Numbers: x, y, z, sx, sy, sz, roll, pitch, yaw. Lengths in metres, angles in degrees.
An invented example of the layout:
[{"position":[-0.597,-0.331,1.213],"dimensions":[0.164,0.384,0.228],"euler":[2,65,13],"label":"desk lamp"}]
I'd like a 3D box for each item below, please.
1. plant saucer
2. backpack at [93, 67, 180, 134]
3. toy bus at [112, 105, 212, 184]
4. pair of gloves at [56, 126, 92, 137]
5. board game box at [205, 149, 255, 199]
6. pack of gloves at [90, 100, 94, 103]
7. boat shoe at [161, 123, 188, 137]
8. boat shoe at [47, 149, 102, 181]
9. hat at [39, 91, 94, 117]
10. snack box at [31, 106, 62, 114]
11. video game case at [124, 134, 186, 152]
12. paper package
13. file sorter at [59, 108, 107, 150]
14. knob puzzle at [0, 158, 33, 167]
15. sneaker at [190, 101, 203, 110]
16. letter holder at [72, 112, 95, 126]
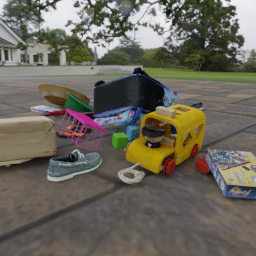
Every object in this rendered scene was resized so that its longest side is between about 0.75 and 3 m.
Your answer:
[{"position":[-3.375,-1.542,14.702],"dimensions":[2.743,0.486,2.743],"euler":[12,-12,3],"label":"plant saucer"},{"position":[0.394,-0.689,9.551],"dimensions":[2.406,1.773,2.635],"euler":[-8,-16,44],"label":"backpack"},{"position":[0.919,0.150,7.042],"dimensions":[2.458,1.346,2.605],"euler":[2,20,-9],"label":"toy bus"},{"position":[-1.950,0.149,10.215],"dimensions":[1.121,0.156,1.259],"euler":[6,14,16],"label":"pair of gloves"},{"position":[2.409,0.946,6.062],"dimensions":[1.105,0.282,1.631],"euler":[5,21,0],"label":"board game box"},{"position":[-2.976,-1.570,16.278],"dimensions":[1.904,0.376,1.600],"euler":[-8,6,-33],"label":"pack of gloves"},{"position":[1.776,-0.144,10.268],"dimensions":[0.724,0.722,2.000],"euler":[-6,15,-32],"label":"boat shoe"},{"position":[-1.232,0.802,6.786],"dimensions":[0.592,0.503,1.627],"euler":[10,17,37],"label":"boat shoe"},{"position":[-2.714,-0.561,13.118],"dimensions":[2.037,1.793,1.688],"euler":[35,1,3],"label":"hat"},{"position":[-4.192,-0.917,14.453],"dimensions":[1.956,0.238,0.703],"euler":[12,18,41],"label":"snack box"},{"position":[0.884,0.456,8.667],"dimensions":[1.652,0.196,1.504],"euler":[0,13,18],"label":"video game case"},{"position":[-2.984,0.230,7.625],"dimensions":[1.794,0.974,1.882],"euler":[-5,7,-22],"label":"paper package"},{"position":[-1.352,0.055,8.098],"dimensions":[0.803,0.725,1.156],"euler":[21,8,-44],"label":"file sorter"},{"position":[-2.964,0.845,7.241],"dimensions":[1.229,0.170,1.229],"euler":[-3,6,0],"label":"knob puzzle"},{"position":[3.597,-1.184,15.041],"dimensions":[1.073,0.485,0.357],"euler":[-7,14,-27],"label":"sneaker"},{"position":[-1.880,-0.429,11.980],"dimensions":[0.935,0.470,0.665],"euler":[-8,14,-29],"label":"letter holder"}]
